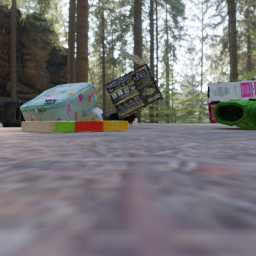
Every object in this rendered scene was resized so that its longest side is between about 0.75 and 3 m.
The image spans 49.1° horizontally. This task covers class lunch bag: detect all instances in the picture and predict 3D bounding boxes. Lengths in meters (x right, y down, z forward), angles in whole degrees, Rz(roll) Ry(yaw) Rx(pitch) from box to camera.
[{"bbox_3d":[-2.354,-0.811,9.539,1.940,0.932,2.419,0,25,22],"label":"lunch bag"}]

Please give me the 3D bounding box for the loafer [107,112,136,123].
[{"bbox_3d":[-0.388,-0.463,12.339,0.646,0.650,1.786,-8,-1,43],"label":"loafer"}]

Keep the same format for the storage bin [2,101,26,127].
[{"bbox_3d":[-5.099,-0.617,12.722,0.803,1.157,1.712,0,1,-10],"label":"storage bin"}]

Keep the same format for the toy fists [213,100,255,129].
[{"bbox_3d":[4.147,-0.398,8.621,2.811,0.967,1.433,3,10,45],"label":"toy fists"}]

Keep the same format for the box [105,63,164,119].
[{"bbox_3d":[0.231,-1.425,10.995,1.888,1.522,0.464,-26,-11,9],"label":"box"}]

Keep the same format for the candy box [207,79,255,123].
[{"bbox_3d":[4.554,-0.969,10.508,2.989,0.912,2.038,-4,-21,18],"label":"candy box"}]

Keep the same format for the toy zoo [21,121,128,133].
[{"bbox_3d":[-1.213,-0.057,7.390,2.604,0.266,1.709,-2,2,-40],"label":"toy zoo"}]

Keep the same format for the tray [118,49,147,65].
[{"bbox_3d":[0.190,-2.732,10.987,0.833,0.172,1.552,27,10,15],"label":"tray"}]

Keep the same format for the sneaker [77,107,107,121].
[{"bbox_3d":[-1.754,-0.226,10.123,1.230,0.807,2.138,-23,20,-38],"label":"sneaker"}]

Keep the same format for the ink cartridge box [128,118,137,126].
[{"bbox_3d":[-0.142,-0.313,15.360,0.760,0.437,1.298,1,2,37],"label":"ink cartridge box"}]
